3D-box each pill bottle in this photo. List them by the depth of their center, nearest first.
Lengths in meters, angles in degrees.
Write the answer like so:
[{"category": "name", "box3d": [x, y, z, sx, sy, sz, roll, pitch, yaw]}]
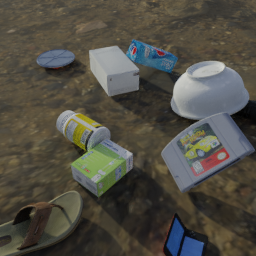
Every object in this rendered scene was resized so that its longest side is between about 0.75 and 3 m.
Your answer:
[{"category": "pill bottle", "box3d": [-1.493, 0.104, 9.197, 1.698, 0.971, 0.971, 29, 48, 30]}]

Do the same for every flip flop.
[{"category": "flip flop", "box3d": [-2.363, 2.295, 6.669, 2.819, 0.811, 1.143, -19, 43, -21]}]

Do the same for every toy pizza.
[{"category": "toy pizza", "box3d": [-3.574, -3.399, 13.948, 1.869, 0.296, 1.869, -1, 41, 1]}]

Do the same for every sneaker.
[{"category": "sneaker", "box3d": [4.207, -0.675, 10.433, 0.942, 0.842, 2.301, -36, 45, -11]}]

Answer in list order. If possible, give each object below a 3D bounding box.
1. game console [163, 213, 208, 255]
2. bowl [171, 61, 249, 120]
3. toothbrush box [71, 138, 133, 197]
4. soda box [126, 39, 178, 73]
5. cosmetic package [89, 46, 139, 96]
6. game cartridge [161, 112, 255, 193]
[{"category": "game console", "box3d": [1.342, 2.645, 6.398, 0.913, 0.629, 1.059, 15, 42, 18]}, {"category": "bowl", "box3d": [2.950, -1.622, 10.485, 2.929, 1.316, 2.929, -12, 32, 8]}, {"category": "toothbrush box", "box3d": [-0.736, 1.119, 8.219, 1.090, 0.644, 1.497, 28, 48, 30]}, {"category": "soda box", "box3d": [1.108, -3.193, 12.575, 2.309, 0.783, 0.741, 6, 31, -39]}, {"category": "cosmetic package", "box3d": [-0.655, -2.584, 12.383, 1.471, 1.058, 2.607, -14, 43, -16]}, {"category": "game cartridge", "box3d": [2.083, 0.608, 7.791, 2.237, 0.457, 1.489, -35, 57, 15]}]
